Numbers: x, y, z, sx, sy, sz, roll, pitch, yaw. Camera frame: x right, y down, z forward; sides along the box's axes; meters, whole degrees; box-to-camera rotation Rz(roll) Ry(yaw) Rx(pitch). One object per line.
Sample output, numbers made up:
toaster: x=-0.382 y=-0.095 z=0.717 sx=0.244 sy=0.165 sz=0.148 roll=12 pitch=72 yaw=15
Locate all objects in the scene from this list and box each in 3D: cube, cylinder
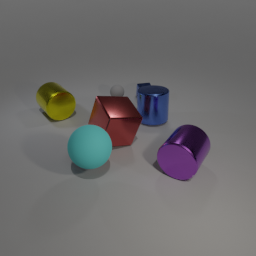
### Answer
cube: x=-0.521 y=-0.263 z=10.691 sx=1.400 sy=1.400 sz=1.400 roll=-2 pitch=42 yaw=-31
cylinder: x=-3.321 y=-1.246 z=12.881 sx=1.400 sy=1.400 sz=1.400 roll=-20 pitch=36 yaw=-29
cylinder: x=1.894 y=0.790 z=9.446 sx=1.400 sy=1.400 sz=1.400 roll=17 pitch=35 yaw=26
cube: x=0.862 y=-1.851 z=14.493 sx=0.700 sy=0.700 sz=0.700 roll=-8 pitch=43 yaw=-12
cylinder: x=1.105 y=-1.033 z=12.444 sx=1.400 sy=1.400 sz=1.400 roll=-1 pitch=26 yaw=1

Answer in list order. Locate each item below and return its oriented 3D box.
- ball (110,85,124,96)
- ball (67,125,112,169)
ball: x=-0.529 y=-1.772 z=13.710 sx=0.700 sy=0.700 sz=0.700 roll=0 pitch=31 yaw=0
ball: x=-1.210 y=0.596 z=8.885 sx=1.400 sy=1.400 sz=1.400 roll=0 pitch=31 yaw=0
